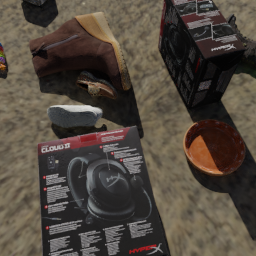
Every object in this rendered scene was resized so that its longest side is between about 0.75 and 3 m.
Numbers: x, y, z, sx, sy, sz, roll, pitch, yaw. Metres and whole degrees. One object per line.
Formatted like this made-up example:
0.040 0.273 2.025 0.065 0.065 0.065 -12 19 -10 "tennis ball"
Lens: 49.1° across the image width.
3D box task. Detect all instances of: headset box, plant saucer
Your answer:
1.697 -2.220 7.445 1.057 2.037 2.737 -14 61 -8 "headset box"
2.118 0.477 6.966 1.502 0.242 1.502 0 60 -1 "plant saucer"
-0.639 1.389 5.925 2.223 1.154 2.988 -11 60 -6 "headset box"

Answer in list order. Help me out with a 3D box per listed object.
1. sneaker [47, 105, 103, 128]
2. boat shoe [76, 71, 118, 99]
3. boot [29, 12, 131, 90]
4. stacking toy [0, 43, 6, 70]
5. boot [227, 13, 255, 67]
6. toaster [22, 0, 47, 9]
-1.390 -0.357 7.313 1.458 0.557 0.587 7 28 12 "sneaker"
-0.876 -1.086 7.726 1.347 0.510 0.484 29 68 25 "boat shoe"
-1.408 -1.891 8.050 2.474 1.076 2.974 -23 64 1 "boot"
-3.837 -2.064 8.320 0.494 0.467 0.851 -24 74 -18 "stacking toy"
3.579 -2.633 8.567 1.487 0.591 1.708 17 70 7 "boot"
-3.176 -4.752 9.679 1.020 0.605 0.922 23 64 12 "toaster"
